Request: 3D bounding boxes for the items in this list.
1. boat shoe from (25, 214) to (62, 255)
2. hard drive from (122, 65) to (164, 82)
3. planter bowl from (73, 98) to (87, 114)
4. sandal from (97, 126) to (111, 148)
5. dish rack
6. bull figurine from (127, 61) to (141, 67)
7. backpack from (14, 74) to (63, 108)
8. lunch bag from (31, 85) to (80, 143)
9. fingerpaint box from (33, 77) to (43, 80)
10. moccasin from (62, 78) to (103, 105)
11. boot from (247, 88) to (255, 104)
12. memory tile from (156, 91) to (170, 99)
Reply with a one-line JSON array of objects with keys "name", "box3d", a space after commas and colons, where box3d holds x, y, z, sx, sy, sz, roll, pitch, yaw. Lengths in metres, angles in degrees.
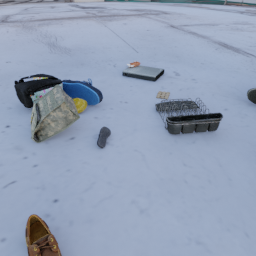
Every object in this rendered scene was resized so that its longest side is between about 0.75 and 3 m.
[{"name": "boat shoe", "box3d": [-1.928, 2.782, 6.328, 0.726, 0.681, 2.018, -17, 35, -26]}, {"name": "hard drive", "box3d": [0.937, -3.315, 16.743, 2.126, 0.350, 1.484, 15, 34, 23]}, {"name": "planter bowl", "box3d": [-2.338, -1.087, 12.713, 0.902, 0.376, 0.902, -9, 51, 12]}, {"name": "sandal", "box3d": [-0.971, 0.344, 10.693, 0.446, 0.251, 1.172, 40, 35, -14]}, {"name": "dish rack", "box3d": [2.417, -0.719, 12.036, 2.262, 0.804, 2.949, -4, 31, -8]}, {"name": "bull figurine", "box3d": [0.306, -3.880, 17.059, 0.884, 0.288, 0.537, -12, 32, -17]}, {"name": "backpack", "box3d": [-4.063, -1.704, 13.167, 2.051, 1.298, 1.711, -21, 44, -31]}, {"name": "lunch bag", "box3d": [-3.084, -0.499, 10.999, 2.010, 1.182, 1.649, -38, 36, 4]}, {"name": "fingerpaint box", "box3d": [-4.785, -2.531, 15.457, 0.765, 0.336, 0.917, -11, 32, -19]}, {"name": "moccasin", "box3d": [-2.253, -1.971, 13.717, 2.957, 1.190, 1.008, 24, 40, 32]}, {"name": "boot", "box3d": [6.742, -1.775, 13.750, 2.382, 0.860, 1.799, 4, 29, -4]}, {"name": "memory tile", "box3d": [1.796, -1.675, 14.305, 0.638, 0.070, 0.833, 8, 33, 14]}]
